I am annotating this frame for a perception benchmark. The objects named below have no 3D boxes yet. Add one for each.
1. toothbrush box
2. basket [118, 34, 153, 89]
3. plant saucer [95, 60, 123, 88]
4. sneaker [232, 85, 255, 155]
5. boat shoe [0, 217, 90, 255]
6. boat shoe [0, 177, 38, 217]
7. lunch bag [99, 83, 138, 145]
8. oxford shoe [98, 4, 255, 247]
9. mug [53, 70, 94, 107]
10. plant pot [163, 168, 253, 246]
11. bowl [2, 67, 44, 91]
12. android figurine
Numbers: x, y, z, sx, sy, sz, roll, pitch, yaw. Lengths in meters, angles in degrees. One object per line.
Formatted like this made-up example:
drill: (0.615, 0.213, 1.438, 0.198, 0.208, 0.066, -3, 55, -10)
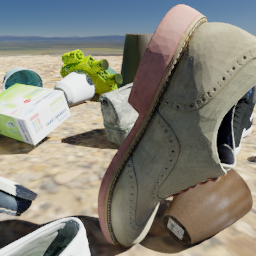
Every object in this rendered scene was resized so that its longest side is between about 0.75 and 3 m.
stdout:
toothbrush box: (-2.572, -0.412, 6.996, 1.779, 0.766, 1.295, 14, 42, 30)
basket: (0.600, -2.984, 12.924, 2.349, 2.605, 1.772, 10, 21, 28)
plant saucer: (-1.428, -2.251, 12.559, 2.381, 0.428, 2.381, 19, -17, 6)
sneaker: (2.409, -0.402, 6.875, 1.064, 1.629, 2.912, 12, 22, 32)
boat shoe: (-1.477, 1.598, 2.043, 1.079, 0.980, 2.935, 13, 23, 34)
boat shoe: (-2.293, 0.945, 3.753, 2.629, 0.984, 0.813, 2, 58, 30)
lunch bag: (0.118, -0.464, 7.115, 1.571, 1.317, 1.094, -25, 25, -26)
oxford shoe: (0.453, 0.403, 2.942, 1.097, 2.971, 1.051, 27, 36, 18)
mug: (-2.212, -1.308, 10.748, 1.257, 1.570, 1.289, 38, 39, 8)
plant pot: (0.997, 1.094, 3.856, 1.022, 0.955, 0.955, -30, 32, -29)
bowl: (-3.833, -1.578, 9.992, 1.430, 1.430, 0.748, -14, 39, -35)
android figurine: (-1.635, -2.153, 11.588, 2.847, 0.585, 2.592, 0, -30, 44)
